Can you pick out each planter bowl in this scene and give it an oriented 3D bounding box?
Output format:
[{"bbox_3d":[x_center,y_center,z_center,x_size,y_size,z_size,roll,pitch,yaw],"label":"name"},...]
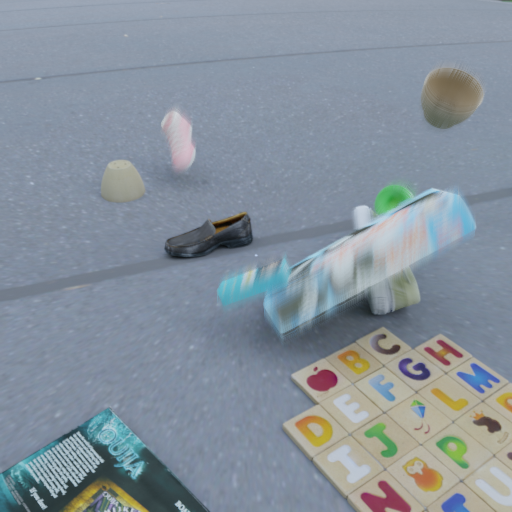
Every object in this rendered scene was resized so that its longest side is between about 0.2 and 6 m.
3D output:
[{"bbox_3d":[3.875,-3.099,11.381,1.181,0.795,1.181,2,61,-3],"label":"planter bowl"}]

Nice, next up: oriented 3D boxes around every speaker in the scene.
[{"bbox_3d":[2.839,-0.753,10.921,0.774,1.750,0.774,-8,71,24],"label":"speaker"}]

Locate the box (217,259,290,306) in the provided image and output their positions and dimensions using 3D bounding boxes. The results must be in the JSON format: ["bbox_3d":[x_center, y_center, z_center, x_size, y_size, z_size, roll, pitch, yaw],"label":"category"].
[{"bbox_3d":[-0.032,0.411,8.748,1.109,0.273,0.456,-21,13,14],"label":"box"}]

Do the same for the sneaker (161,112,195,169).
[{"bbox_3d":[-1.965,-2.885,13.715,0.605,0.841,1.608,-23,51,19],"label":"sneaker"}]

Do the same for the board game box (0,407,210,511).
[{"bbox_3d":[-1.702,3.061,6.365,1.858,0.387,2.747,-27,42,-35],"label":"board game box"}]

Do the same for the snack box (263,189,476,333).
[{"bbox_3d":[1.667,0.001,8.876,3.190,0.592,1.853,-30,6,9],"label":"snack box"}]

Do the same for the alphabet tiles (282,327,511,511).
[{"bbox_3d":[2.437,2.414,7.578,3.298,0.125,3.963,-21,39,-28],"label":"alphabet tiles"}]

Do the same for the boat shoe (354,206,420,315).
[{"bbox_3d":[2.360,0.038,10.472,0.846,0.982,2.729,-5,43,3],"label":"boat shoe"}]

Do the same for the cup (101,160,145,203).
[{"bbox_3d":[-3.257,-1.860,13.511,1.064,0.761,1.064,0,34,0],"label":"cup"}]

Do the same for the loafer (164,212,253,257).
[{"bbox_3d":[-0.979,-0.474,11.470,1.877,0.679,0.683,-15,37,-20],"label":"loafer"}]
